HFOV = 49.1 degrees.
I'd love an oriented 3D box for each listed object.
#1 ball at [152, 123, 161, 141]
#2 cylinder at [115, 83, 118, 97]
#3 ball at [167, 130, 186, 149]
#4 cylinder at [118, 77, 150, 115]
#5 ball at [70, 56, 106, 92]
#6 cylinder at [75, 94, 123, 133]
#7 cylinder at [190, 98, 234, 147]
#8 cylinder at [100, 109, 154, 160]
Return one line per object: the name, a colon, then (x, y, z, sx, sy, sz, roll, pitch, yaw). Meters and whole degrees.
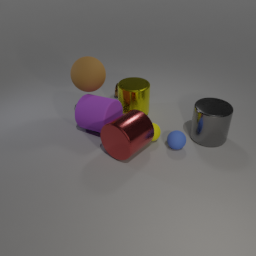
ball: (0.892, 0.147, 10.662, 0.700, 0.700, 0.700, 0, 33, 0)
cylinder: (-0.223, -1.847, 13.868, 0.700, 0.700, 0.700, 8, 33, 13)
ball: (1.785, 0.439, 10.293, 0.700, 0.700, 0.700, 0, 33, 0)
cylinder: (0.259, -1.328, 12.368, 1.400, 1.400, 1.400, 0, 35, 0)
ball: (-1.584, -2.141, 11.181, 1.400, 1.400, 1.400, 0, 33, 0)
cylinder: (-1.141, -0.552, 11.118, 1.400, 1.400, 1.400, 14, 35, 27)
cylinder: (3.145, -0.228, 10.641, 1.400, 1.400, 1.400, 0, 35, 0)
cylinder: (-0.014, 0.222, 9.930, 1.400, 1.400, 1.400, 23, 38, 32)
